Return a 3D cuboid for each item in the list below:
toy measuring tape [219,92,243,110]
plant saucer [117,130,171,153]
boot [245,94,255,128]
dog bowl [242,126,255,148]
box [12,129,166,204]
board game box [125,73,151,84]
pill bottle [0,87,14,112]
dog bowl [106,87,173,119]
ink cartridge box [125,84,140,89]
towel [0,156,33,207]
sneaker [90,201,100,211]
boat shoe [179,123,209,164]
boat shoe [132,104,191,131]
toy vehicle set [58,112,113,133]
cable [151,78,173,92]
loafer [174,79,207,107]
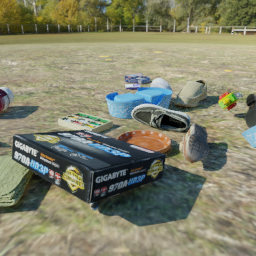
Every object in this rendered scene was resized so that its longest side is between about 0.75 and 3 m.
[{"bbox_3d":[3.919,-1.059,10.770,0.691,0.691,1.878,13,16,30],"label":"toy measuring tape"},{"bbox_3d":[0.443,0.447,8.082,1.568,0.253,1.568,1,22,0],"label":"plant saucer"},{"bbox_3d":[4.759,-0.477,9.793,1.268,1.457,0.504,20,-24,-20],"label":"boot"},{"bbox_3d":[4.244,0.056,8.000,2.137,0.530,1.191,-11,-18,-30],"label":"dog bowl"},{"bbox_3d":[-0.908,0.655,6.252,2.759,0.635,2.193,16,13,40],"label":"box"},{"bbox_3d":[0.670,-2.983,16.818,1.271,0.392,1.270,13,25,31],"label":"board game box"},{"bbox_3d":[-5.247,-1.043,10.996,0.928,0.928,1.626,3,22,7],"label":"pill bottle"},{"bbox_3d":[0.477,-1.038,11.288,2.942,0.729,1.640,-15,26,-35],"label":"dog bowl"},{"bbox_3d":[0.260,-2.223,15.137,0.780,0.171,0.788,-1,19,-2],"label":"ink cartridge box"},{"bbox_3d":[-2.859,1.138,6.124,1.446,0.356,1.949,-1,22,-3],"label":"towel"},{"bbox_3d":[-0.748,1.312,5.591,0.430,0.372,0.992,13,12,-7],"label":"sneaker"},{"bbox_3d":[1.723,0.499,7.470,0.676,0.640,1.784,41,29,2],"label":"boat shoe"},{"bbox_3d":[1.051,-0.337,9.452,2.066,0.730,0.658,9,21,19],"label":"boat shoe"},{"bbox_3d":[-1.488,-0.180,9.752,1.664,0.221,1.034,15,26,34],"label":"toy vehicle set"},{"bbox_3d":[1.487,-1.726,12.609,0.374,1.080,1.080,-48,23,-24],"label":"cable"},{"bbox_3d":[2.813,-1.592,12.460,1.008,0.909,2.663,12,24,28],"label":"loafer"}]
